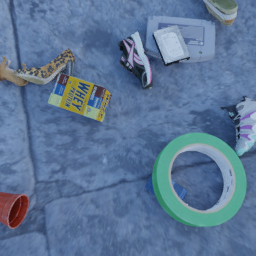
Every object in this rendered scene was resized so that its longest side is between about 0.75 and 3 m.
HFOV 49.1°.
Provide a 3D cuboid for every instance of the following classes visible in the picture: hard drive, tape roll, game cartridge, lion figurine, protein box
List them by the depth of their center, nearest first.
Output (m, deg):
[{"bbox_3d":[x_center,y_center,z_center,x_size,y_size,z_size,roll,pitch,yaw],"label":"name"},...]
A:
[{"bbox_3d":[2.146,1.539,8.539,2.772,0.666,2.772,2,72,-7],"label":"tape roll"},{"bbox_3d":[-1.465,-0.928,8.934,1.484,1.474,1.001,19,90,6],"label":"protein box"},{"bbox_3d":[-4.078,-1.842,9.811,1.658,0.601,1.015,18,81,1],"label":"lion figurine"},{"bbox_3d":[1.515,-2.903,9.848,0.943,0.255,1.350,-16,73,-5],"label":"hard drive"},{"bbox_3d":[1.911,-3.248,10.306,2.512,0.514,1.672,7,70,2],"label":"game cartridge"}]

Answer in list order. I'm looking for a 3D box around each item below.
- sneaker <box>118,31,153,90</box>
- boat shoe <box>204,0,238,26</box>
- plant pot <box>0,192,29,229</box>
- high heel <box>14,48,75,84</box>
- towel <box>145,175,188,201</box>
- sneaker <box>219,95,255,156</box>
[{"bbox_3d":[0.232,-2.263,9.895,0.969,0.901,2.243,-17,65,5],"label":"sneaker"},{"bbox_3d":[3.301,-4.692,10.570,0.854,0.781,2.284,-17,53,0],"label":"boat shoe"},{"bbox_3d":[-3.686,2.360,8.356,0.990,1.018,1.018,11,73,11],"label":"plant pot"},{"bbox_3d":[-2.874,-2.251,9.818,1.958,0.699,1.396,7,78,-14],"label":"high heel"},{"bbox_3d":[1.195,1.924,8.797,1.246,0.302,0.696,33,76,8],"label":"towel"},{"bbox_3d":[3.625,-0.195,9.243,1.460,0.811,2.087,33,67,11],"label":"sneaker"}]
